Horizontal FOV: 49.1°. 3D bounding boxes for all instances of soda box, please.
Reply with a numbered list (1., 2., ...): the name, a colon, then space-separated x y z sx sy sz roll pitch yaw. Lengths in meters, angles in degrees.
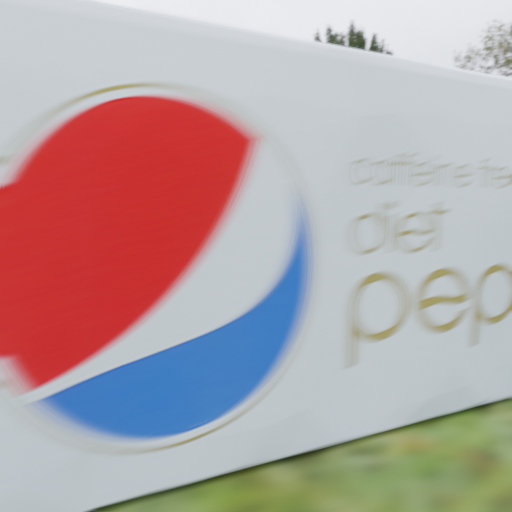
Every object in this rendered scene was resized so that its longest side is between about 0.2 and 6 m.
1. soda box: -0.033 -0.078 2.645 4.638 1.477 1.580 -2 5 -31
